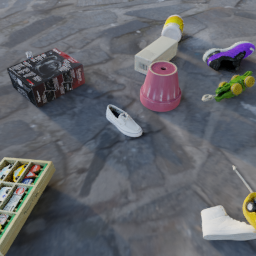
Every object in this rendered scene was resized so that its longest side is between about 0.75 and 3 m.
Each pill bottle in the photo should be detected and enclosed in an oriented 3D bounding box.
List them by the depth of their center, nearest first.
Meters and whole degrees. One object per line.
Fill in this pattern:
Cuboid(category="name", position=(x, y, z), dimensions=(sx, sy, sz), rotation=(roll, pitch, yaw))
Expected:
Cuboid(category="pill bottle", position=(2.375, -5.196, 14.605), dimensions=(0.999, 0.999, 1.829), rotation=(10, 45, 10))

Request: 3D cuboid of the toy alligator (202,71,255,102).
Cuboid(category="toy alligator", position=(4.004, -1.468, 11.091), dimensions=(2.645, 0.636, 0.877), rotation=(-28, 24, -15))

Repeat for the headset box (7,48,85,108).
Cuboid(category="headset box", position=(-3.210, -2.204, 11.517), dimensions=(1.953, 1.013, 2.624), rotation=(35, 53, 30))

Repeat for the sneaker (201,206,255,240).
Cuboid(category="sneaker", position=(2.622, 2.373, 7.151), dimensions=(1.477, 0.544, 0.854), rotation=(1, 47, 2))

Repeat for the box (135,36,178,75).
Cuboid(category="box", position=(1.315, -3.344, 12.849), dimensions=(0.952, 0.792, 2.318), rotation=(28, 50, 26))

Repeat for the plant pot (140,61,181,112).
Cuboid(category="plant pot", position=(1.273, -1.666, 10.664), dimensions=(1.612, 1.443, 1.612), rotation=(0, 44, 0))

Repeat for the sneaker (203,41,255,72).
Cuboid(category="sneaker", position=(4.761, -3.076, 12.619), dimensions=(2.512, 0.873, 1.249), rotation=(-17, 52, -10))

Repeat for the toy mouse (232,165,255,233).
Cuboid(category="toy mouse", position=(4.091, 2.403, 6.977), dimensions=(2.665, 0.580, 2.998), rotation=(6, 48, -21))

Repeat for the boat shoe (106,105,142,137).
Cuboid(category="boat shoe", position=(-0.180, -0.274, 9.869), dimensions=(1.658, 0.542, 0.610), rotation=(31, 52, 28))

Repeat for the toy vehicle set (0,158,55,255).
Cuboid(category="toy vehicle set", position=(-3.274, 1.898, 7.420), dimensions=(1.682, 0.359, 2.707), rotation=(2, 39, 16))

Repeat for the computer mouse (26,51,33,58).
Cuboid(category="computer mouse", position=(-4.659, -3.413, 13.384), dimensions=(0.431, 0.172, 0.785), rotation=(-21, 53, -14))
